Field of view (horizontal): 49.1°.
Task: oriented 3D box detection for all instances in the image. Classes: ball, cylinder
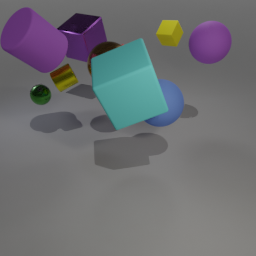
[{"bbox_3d":[-0.591,-2.018,8.885,1.400,1.400,1.400,0,29,0],"label":"ball"},{"bbox_3d":[-2.960,-1.127,9.504,0.700,0.700,0.700,0,29,0],"label":"ball"},{"bbox_3d":[-2.078,-1.641,9.148,0.700,0.700,0.700,-29,33,-2],"label":"cylinder"},{"bbox_3d":[2.782,-2.897,9.526,1.400,1.400,1.400,0,29,0],"label":"ball"},{"bbox_3d":[0.941,-0.734,8.272,1.400,1.400,1.400,0,29,0],"label":"ball"},{"bbox_3d":[-2.778,-2.580,8.378,1.400,1.400,1.400,25,-3,37],"label":"cylinder"}]

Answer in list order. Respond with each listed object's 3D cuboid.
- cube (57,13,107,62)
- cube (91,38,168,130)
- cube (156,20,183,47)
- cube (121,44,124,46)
[{"bbox_3d":[-1.899,-3.837,11.916,1.400,1.400,1.400,19,56,26],"label":"cube"},{"bbox_3d":[0.020,-1.071,6.901,1.400,1.400,1.400,-20,42,9],"label":"cube"},{"bbox_3d":[1.633,-3.699,10.950,0.700,0.700,0.700,17,76,35],"label":"cube"},{"bbox_3d":[-0.178,-2.792,11.273,0.700,0.700,0.700,-38,43,21],"label":"cube"}]
